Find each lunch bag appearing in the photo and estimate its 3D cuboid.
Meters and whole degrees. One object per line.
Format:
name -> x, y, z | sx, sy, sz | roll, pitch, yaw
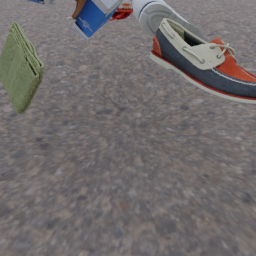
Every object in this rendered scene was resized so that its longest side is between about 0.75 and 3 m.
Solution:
lunch bag -> -0.466, -4.641, 9.160 | 2.413, 2.125, 0.989 | 11, 25, 14

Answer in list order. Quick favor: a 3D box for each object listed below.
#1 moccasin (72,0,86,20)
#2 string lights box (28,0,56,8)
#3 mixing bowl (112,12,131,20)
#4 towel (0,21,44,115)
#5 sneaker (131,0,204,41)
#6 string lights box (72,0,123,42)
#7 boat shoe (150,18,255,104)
moccasin -> -1.102, -3.125, 6.733 | 0.412, 1.067, 0.390 | 34, 35, -2
string lights box -> -2.916, -3.917, 7.646 | 1.913, 0.564, 0.983 | 8, 8, -21
mixing bowl -> -0.343, -4.684, 10.533 | 1.134, 1.134, 0.614 | -3, 23, -4
towel -> -2.655, -1.364, 6.875 | 0.374, 2.050, 1.521 | -19, 74, -40
sneaker -> 1.215, -2.894, 8.090 | 2.868, 1.095, 1.154 | 26, 27, -46
string lights box -> -0.546, -2.410, 5.644 | 0.798, 0.458, 1.554 | -51, 14, -20
boat shoe -> 1.371, -1.231, 4.976 | 0.916, 0.805, 2.573 | -6, 34, -39
